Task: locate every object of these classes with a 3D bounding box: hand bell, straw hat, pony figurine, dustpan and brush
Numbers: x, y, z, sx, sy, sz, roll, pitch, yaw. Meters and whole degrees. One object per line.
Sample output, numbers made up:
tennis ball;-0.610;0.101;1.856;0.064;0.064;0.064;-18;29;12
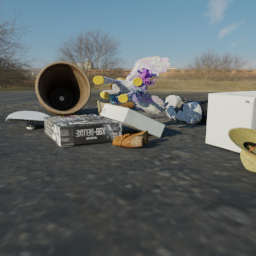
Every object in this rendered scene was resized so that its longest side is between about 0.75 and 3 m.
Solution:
hand bell;-0.431;-0.915;12.476;1.723;0.897;0.897;-9;10;0
straw hat;2.681;0.587;5.818;1.425;0.603;1.425;8;28;-4
pony figurine;0.202;-1.491;9.905;2.455;2.118;2.543;4;13;11
dustpan and brush;-3.878;-0.311;11.265;1.714;0.703;2.456;4;15;-18

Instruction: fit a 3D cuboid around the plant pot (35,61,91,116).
plant pot;-3.560;-1.885;15.164;2.784;2.784;2.428;-3;-7;-18

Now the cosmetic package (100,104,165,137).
cosmetic package;0.105;-0.281;9.565;1.476;0.506;1.958;25;-3;-28

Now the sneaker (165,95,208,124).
sneaker;2.953;-0.865;12.921;1.651;1.095;2.902;-3;16;-21

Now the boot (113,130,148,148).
boot;0.109;0.298;8.094;0.876;0.417;1.133;-1;6;18

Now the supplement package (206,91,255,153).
supplement package;3.720;-0.273;8.003;2.682;1.525;1.469;-6;13;-31

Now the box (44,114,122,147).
box;-1.551;0.000;9.133;1.918;0.605;2.432;-5;11;-27
